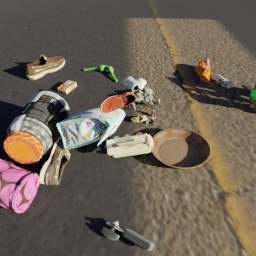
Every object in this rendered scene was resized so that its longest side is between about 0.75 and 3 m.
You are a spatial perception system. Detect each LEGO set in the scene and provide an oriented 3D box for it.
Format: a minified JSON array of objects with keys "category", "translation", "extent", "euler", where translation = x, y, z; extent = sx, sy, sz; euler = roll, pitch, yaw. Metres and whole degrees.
[{"category":"LEGO set","translation":[0.679,-1.221,12.322],"extent":[1.708,0.745,2.630],"euler":[-10,39,-13]},{"category":"LEGO set","translation":[6.653,-1.369,12.262],"extent":[2.973,1.722,2.286],"euler":[7,68,15]}]

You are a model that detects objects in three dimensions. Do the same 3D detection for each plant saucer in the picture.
[{"category":"plant saucer","translation":[1.859,0.793,10.050],"extent":[2.134,0.390,2.134],"euler":[0,38,0]}]

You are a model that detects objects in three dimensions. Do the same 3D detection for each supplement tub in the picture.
[{"category":"supplement tub","translation":[-3.253,-0.048,10.140],"extent":[1.611,1.611,2.631],"euler":[5,37,7]}]

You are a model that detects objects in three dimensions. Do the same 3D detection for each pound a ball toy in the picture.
[{"category":"pound a ball toy","translation":[0.092,0.490,9.456],"extent":[1.650,1.076,0.701],"euler":[-10,74,14]}]

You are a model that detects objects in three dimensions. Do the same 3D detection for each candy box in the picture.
[{"category":"candy box","translation":[-2.969,-2.009,13.732],"extent":[0.510,0.247,0.874],"euler":[18,43,20]}]

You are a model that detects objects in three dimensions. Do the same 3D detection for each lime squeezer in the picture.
[{"category":"lime squeezer","translation":[-1.296,-3.021,15.024],"extent":[2.235,0.422,0.789],"euler":[23,75,25]}]

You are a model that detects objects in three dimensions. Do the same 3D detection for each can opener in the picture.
[{"category":"can opener","translation":[-0.008,2.904,7.461],"extent":[1.440,0.379,0.479],"euler":[17,76,23]}]

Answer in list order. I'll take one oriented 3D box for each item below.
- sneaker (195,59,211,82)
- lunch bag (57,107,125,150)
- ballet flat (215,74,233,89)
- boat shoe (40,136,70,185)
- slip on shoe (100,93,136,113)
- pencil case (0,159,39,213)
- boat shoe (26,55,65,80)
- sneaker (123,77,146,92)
[{"category":"sneaker","translation":[3.933,-2.933,14.721],"extent":[0.767,0.726,1.990],"euler":[-12,31,25]},{"category":"lunch bag","translation":[-1.126,-0.078,9.565],"extent":[1.913,1.166,1.629],"euler":[-14,9,21]},{"category":"ballet flat","translation":[4.726,-2.337,14.065],"extent":[0.427,0.427,1.189],"euler":[-21,43,-25]},{"category":"boat shoe","translation":[-2.311,1.051,9.474],"extent":[0.610,0.737,2.051],"euler":[10,42,5]},{"category":"slip on shoe","translation":[-0.287,-0.776,8.540],"extent":[1.216,0.450,0.372],"euler":[-22,16,-18]},{"category":"pencil case","translation":[-4.038,1.492,8.522],"extent":[2.871,1.303,1.345],"euler":[19,30,19]},{"category":"boat shoe","translation":[-4.366,-3.445,14.998],"extent":[0.930,0.932,2.519],"euler":[20,42,24]},{"category":"sneaker","translation":[0.165,-1.633,10.584],"extent":[1.036,0.404,0.515],"euler":[10,70,39]}]
